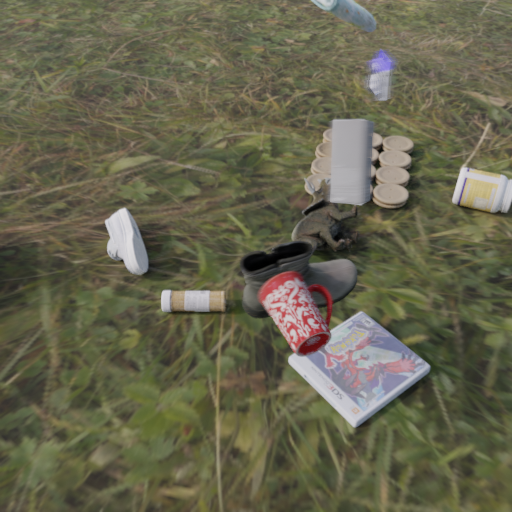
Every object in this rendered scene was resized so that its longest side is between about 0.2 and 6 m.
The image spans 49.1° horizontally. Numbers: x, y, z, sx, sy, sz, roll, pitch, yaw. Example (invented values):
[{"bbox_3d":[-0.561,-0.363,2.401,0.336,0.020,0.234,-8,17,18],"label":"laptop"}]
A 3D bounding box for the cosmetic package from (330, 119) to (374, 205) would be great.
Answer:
[{"bbox_3d":[1.410,-1.390,8.242,0.543,1.205,0.644,8,14,21],"label":"cosmetic package"}]

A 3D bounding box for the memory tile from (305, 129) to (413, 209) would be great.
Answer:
[{"bbox_3d":[2.434,-2.099,12.996,2.276,0.249,2.970,10,42,12],"label":"memory tile"}]

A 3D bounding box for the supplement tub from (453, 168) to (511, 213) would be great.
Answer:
[{"bbox_3d":[4.747,-1.352,11.685,1.094,0.795,0.795,16,43,18],"label":"supplement tub"}]

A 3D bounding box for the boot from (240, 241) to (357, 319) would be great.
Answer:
[{"bbox_3d":[0.640,0.225,7.404,1.776,1.160,0.601,-16,57,-15],"label":"boot"}]

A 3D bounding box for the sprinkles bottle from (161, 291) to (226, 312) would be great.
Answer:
[{"bbox_3d":[-1.056,0.772,9.528,1.071,0.366,0.366,0,40,0],"label":"sprinkles bottle"}]

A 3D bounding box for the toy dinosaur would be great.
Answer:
[{"bbox_3d":[1.232,-0.468,10.777,1.256,0.945,2.455,7,45,26],"label":"toy dinosaur"}]

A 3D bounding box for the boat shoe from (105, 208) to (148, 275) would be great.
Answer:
[{"bbox_3d":[-2.514,-0.223,10.566,0.608,0.639,1.776,-28,51,1],"label":"boat shoe"}]

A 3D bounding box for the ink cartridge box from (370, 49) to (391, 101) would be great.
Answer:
[{"bbox_3d":[2.218,-3.249,10.042,0.155,0.713,0.706,-4,37,-3],"label":"ink cartridge box"}]

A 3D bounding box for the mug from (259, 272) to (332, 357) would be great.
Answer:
[{"bbox_3d":[0.568,0.666,6.754,0.796,0.598,0.896,-30,54,0],"label":"mug"}]

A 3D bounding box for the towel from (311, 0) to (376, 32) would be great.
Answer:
[{"bbox_3d":[1.309,-4.355,9.493,1.167,0.328,1.363,1,43,-42],"label":"towel"}]

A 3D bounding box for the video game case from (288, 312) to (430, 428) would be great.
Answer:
[{"bbox_3d":[1.578,1.670,8.619,1.619,0.186,1.475,-27,47,-28],"label":"video game case"}]
